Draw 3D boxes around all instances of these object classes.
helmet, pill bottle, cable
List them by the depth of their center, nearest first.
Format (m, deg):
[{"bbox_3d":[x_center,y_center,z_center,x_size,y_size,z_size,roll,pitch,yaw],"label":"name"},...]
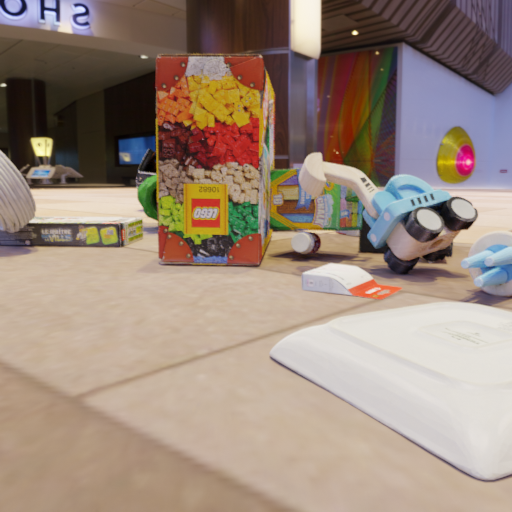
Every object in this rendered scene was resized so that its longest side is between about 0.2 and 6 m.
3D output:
[{"bbox_3d":[0.816,-0.215,9.188,0.367,0.367,0.642,4,2,22],"label":"pill bottle"},{"bbox_3d":[-4.766,-1.318,9.924,1.973,1.973,0.683,33,62,25],"label":"cable"},{"bbox_3d":[-3.333,-2.680,20.242,2.181,2.079,2.181,7,-27,4],"label":"helmet"}]

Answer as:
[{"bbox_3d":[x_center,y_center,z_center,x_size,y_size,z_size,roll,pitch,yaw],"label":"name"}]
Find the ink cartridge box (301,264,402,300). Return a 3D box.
[{"bbox_3d":[1.192,0.300,6.895,1.019,0.291,0.828,1,7,33],"label":"ink cartridge box"}]

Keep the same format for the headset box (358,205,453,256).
[{"bbox_3d":[2.791,-0.541,10.311,1.608,0.857,1.846,3,9,19],"label":"headset box"}]

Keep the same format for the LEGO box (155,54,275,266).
[{"bbox_3d":[-0.547,-1.688,10.280,1.616,3.119,4.188,1,9,4],"label":"LEGO box"}]

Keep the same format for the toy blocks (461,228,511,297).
[{"bbox_3d":[3.491,0.093,6.405,1.815,0.791,2.178,8,12,44],"label":"toy blocks"}]

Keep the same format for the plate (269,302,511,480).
[{"bbox_3d":[1.484,0.696,3.965,2.115,0.342,2.111,-4,9,-28],"label":"plate"}]

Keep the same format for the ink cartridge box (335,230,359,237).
[{"bbox_3d":[2.503,-0.730,12.798,1.124,0.469,0.816,-5,10,-28],"label":"ink cartridge box"}]

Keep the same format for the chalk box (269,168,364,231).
[{"bbox_3d":[1.173,-0.918,9.286,1.659,1.028,1.035,4,4,33],"label":"chalk box"}]

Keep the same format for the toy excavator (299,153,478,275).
[{"bbox_3d":[1.777,-0.753,7.932,1.883,0.967,1.937,-16,59,-26],"label":"toy excavator"}]

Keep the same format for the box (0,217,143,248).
[{"bbox_3d":[-3.811,-0.506,11.331,2.696,0.468,1.484,1,9,6],"label":"box"}]

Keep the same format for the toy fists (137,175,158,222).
[{"bbox_3d":[-0.797,-1.355,13.951,4.245,1.460,2.164,0,16,-9],"label":"toy fists"}]

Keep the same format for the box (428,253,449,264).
[{"bbox_3d":[2.833,-0.168,9.011,0.346,0.405,0.634,-31,0,17],"label":"box"}]
